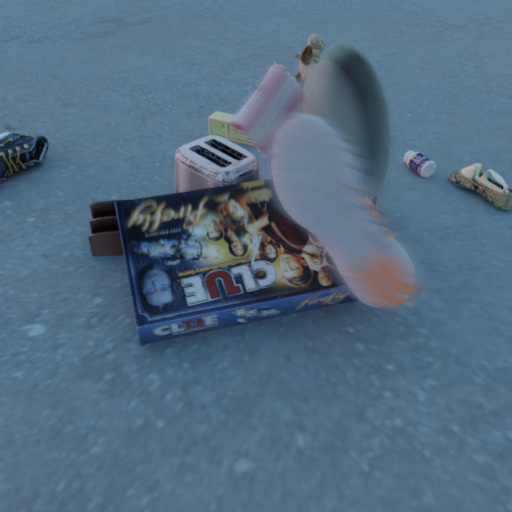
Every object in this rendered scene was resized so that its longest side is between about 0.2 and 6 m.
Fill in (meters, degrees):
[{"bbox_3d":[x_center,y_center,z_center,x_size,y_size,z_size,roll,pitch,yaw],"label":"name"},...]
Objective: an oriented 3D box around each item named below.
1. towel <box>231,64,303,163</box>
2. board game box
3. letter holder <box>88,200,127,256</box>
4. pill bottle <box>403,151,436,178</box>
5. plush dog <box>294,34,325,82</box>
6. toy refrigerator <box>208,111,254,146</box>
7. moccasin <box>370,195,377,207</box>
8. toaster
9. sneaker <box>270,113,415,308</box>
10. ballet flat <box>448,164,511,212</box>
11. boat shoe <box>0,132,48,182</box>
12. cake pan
[{"bbox_3d":[0.649,-2.607,11.583,1.617,2.210,0.331,-55,33,-10],"label":"towel"},{"bbox_3d":[-0.379,-0.082,10.537,4.090,0.708,2.771,-11,57,-13],"label":"board game box"},{"bbox_3d":[-2.743,-0.594,11.583,1.363,0.969,0.685,-2,39,-3],"label":"letter holder"},{"bbox_3d":[4.123,-2.352,14.203,0.446,0.446,0.803,-18,41,-21],"label":"pill bottle"},{"bbox_3d":[1.832,-6.063,18.215,1.449,1.806,1.551,-26,22,21],"label":"plush dog"},{"bbox_3d":[-0.558,-3.521,15.562,1.525,0.579,0.534,18,42,20],"label":"toy refrigerator"},{"bbox_3d":[1.677,-1.238,12.458,2.272,0.877,0.831,-10,40,-13],"label":"moccasin"},{"bbox_3d":[-0.813,-1.572,12.326,1.382,1.571,2.433,-30,47,-31],"label":"toaster"},{"bbox_3d":[1.368,-0.678,9.336,1.320,3.402,1.906,-28,-3,10],"label":"sneaker"},{"bbox_3d":[5.389,-1.767,13.253,0.640,0.710,1.886,-23,44,-21],"label":"ballet flat"},{"bbox_3d":[-6.122,-2.390,13.846,1.169,0.911,2.576,-1,36,6],"label":"boat shoe"},{"bbox_3d":[1.730,-2.471,10.671,0.541,2.952,2.952,-2,32,36],"label":"cake pan"}]
